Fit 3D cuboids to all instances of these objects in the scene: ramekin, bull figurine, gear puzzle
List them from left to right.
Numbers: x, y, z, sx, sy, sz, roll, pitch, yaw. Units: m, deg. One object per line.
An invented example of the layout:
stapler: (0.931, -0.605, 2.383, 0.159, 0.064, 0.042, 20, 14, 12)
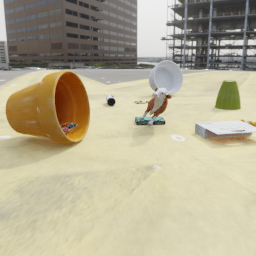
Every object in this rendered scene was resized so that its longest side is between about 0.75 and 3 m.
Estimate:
gear puzzle: (-2.176, -0.045, 8.954, 1.275, 0.167, 0.661, 3, 30, 46)
bull figurine: (0.980, -0.741, 10.095, 0.689, 1.284, 2.115, 37, 2, 6)
ramekin: (2.448, -3.273, 18.650, 2.215, 2.215, 1.080, -6, 0, -22)

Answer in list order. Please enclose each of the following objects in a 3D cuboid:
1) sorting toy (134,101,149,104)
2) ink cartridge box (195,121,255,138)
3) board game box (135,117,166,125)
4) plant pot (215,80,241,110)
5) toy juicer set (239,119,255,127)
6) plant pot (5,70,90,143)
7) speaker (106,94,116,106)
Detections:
sorting toy: (0.778, -1.489, 15.947, 0.786, 0.116, 0.581, -6, 16, -18)
ink cartridge box: (3.403, 0.123, 9.439, 1.784, 0.389, 1.549, -3, 16, -11)
board game box: (0.892, -0.300, 11.431, 1.170, 0.165, 0.791, -1, 15, -3)
plant pot: (5.186, -1.728, 14.398, 1.293, 1.382, 1.293, 0, 15, 0)
toy juicer set: (4.318, -0.203, 10.741, 1.238, 0.337, 0.788, 0, 15, 1)
plant pot: (-2.592, -0.587, 8.886, 2.028, 2.215, 2.215, -4, 13, 19)
speaker: (-0.956, -1.527, 15.401, 0.486, 0.486, 1.197, -2, 15, -7)
